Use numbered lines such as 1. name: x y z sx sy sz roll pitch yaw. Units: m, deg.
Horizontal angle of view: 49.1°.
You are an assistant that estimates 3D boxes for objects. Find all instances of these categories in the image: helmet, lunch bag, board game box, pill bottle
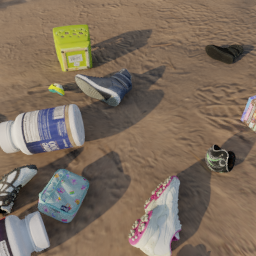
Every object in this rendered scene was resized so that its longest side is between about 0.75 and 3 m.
1. helmet: 2.918 0.986 8.987 0.834 0.875 0.875 8 39 43
2. lunch bag: -1.835 1.885 7.955 1.152 0.554 1.437 27 36 -2
3. board game box: 4.995 -0.387 10.220 0.674 1.110 1.392 -19 48 -20
4. pill bottle: -3.130 2.881 6.725 2.256 1.257 1.257 -19 47 -19
5. pill bottle: -2.853 0.107 9.376 2.574 1.429 1.429 -10 44 1

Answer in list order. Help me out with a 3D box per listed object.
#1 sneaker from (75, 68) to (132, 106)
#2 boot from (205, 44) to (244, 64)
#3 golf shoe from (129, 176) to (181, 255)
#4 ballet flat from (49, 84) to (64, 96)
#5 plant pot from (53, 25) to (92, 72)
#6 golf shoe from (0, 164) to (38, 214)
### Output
1. sneaker: -0.938 -1.988 11.949 2.345 0.892 1.694 28 58 18
2. boot: 4.881 -3.940 14.215 1.660 0.625 1.241 35 60 18
3. golf shoe: 0.988 2.397 7.668 1.161 0.956 2.538 40 46 0
4. ballet flat: -2.979 -1.659 11.806 1.182 0.395 0.396 20 78 48
5. plant pot: -2.552 -3.703 13.298 1.710 1.702 1.552 -9 51 -9
6. golf shoe: -3.487 1.933 8.187 2.173 0.845 1.027 -34 71 -28
